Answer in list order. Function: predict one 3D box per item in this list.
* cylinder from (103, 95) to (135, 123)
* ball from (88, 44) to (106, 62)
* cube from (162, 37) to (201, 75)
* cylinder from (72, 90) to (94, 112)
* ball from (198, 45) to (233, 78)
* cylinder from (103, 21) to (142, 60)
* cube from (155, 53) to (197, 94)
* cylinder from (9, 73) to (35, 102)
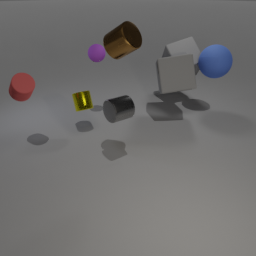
[{"bbox_3d":[-0.269,-0.561,8.255,0.700,0.700,0.700,-19,33,-34],"label":"cylinder"},{"bbox_3d":[-1.235,-2.953,11.048,0.700,0.700,0.700,0,28,0],"label":"ball"},{"bbox_3d":[2.562,-3.205,13.337,1.400,1.400,1.400,-21,76,-10],"label":"cube"},{"bbox_3d":[-1.748,-1.038,10.823,0.700,0.700,0.700,-12,5,1],"label":"cylinder"},{"bbox_3d":[3.713,-2.825,11.932,1.400,1.400,1.400,0,28,0],"label":"ball"},{"bbox_3d":[-0.130,-2.137,6.868,0.700,0.700,0.700,-17,11,43],"label":"cylinder"},{"bbox_3d":[1.957,-2.210,11.650,1.400,1.400,1.400,-8,6,4],"label":"cube"},{"bbox_3d":[-3.333,-1.275,8.789,0.700,0.700,0.700,-20,-6,-33],"label":"cylinder"}]
